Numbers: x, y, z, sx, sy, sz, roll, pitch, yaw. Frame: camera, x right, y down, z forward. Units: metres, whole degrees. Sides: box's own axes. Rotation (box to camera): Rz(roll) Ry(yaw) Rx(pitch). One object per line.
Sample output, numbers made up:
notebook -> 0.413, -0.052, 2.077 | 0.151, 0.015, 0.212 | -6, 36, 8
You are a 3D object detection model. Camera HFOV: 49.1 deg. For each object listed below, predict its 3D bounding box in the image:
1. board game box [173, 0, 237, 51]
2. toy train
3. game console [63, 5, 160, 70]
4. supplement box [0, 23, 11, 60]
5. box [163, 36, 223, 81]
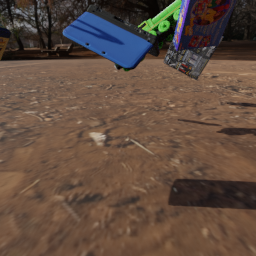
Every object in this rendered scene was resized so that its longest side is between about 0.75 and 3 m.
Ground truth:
board game box -> 1.565, -2.290, 5.762 | 0.994, 1.479, 0.331 | -9, 61, -7
toy train -> 0.740, -2.621, 7.619 | 2.915, 0.822, 0.608 | -34, -31, 17
game console -> -0.279, -1.773, 5.939 | 1.649, 0.976, 1.408 | 30, 0, 11
supplement box -> -2.507, -1.367, 4.321 | 0.964, 0.965, 0.648 | 41, 24, 16
box -> 2.500, -3.078, 11.124 | 1.653, 2.096, 0.522 | 29, 57, 6
